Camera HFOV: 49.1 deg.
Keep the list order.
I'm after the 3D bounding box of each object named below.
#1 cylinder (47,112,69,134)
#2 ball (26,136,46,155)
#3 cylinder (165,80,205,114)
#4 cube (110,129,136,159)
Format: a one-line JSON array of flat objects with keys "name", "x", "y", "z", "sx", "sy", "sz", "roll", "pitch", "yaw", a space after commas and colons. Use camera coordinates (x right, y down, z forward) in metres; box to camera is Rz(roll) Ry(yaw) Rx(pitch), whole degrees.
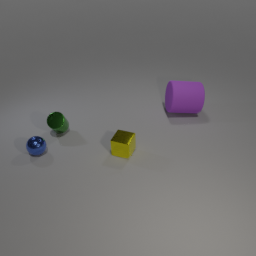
[{"name": "cylinder", "x": -2.743, "y": -0.204, "z": 10.990, "sx": 0.700, "sy": 0.700, "sz": 0.700, "roll": -1, "pitch": 73, "yaw": 3}, {"name": "ball", "x": -3.278, "y": 0.631, "z": 10.009, "sx": 0.700, "sy": 0.700, "sz": 0.700, "roll": 0, "pitch": 31, "yaw": 0}, {"name": "cylinder", "x": 2.481, "y": -1.365, "z": 12.406, "sx": 1.400, "sy": 1.400, "sz": 1.400, "roll": 2, "pitch": 31, "yaw": -7}, {"name": "cube", "x": -0.162, "y": 0.578, "z": 10.053, "sx": 0.700, "sy": 0.700, "sz": 0.700, "roll": 11, "pitch": 38, "yaw": 18}]
